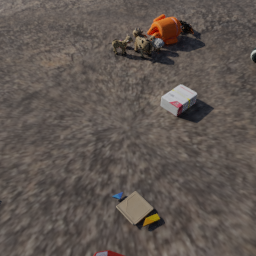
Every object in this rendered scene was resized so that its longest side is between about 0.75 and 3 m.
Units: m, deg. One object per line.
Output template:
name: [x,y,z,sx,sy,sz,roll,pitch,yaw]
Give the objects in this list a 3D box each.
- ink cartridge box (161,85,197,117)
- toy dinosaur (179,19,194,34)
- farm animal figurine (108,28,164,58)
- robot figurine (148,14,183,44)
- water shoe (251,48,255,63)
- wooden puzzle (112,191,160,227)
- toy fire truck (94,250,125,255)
ink cartridge box: [1.458,-0.801,8.007,0.870,0.363,0.632,-34,55,-28]
toy dinosaur: [2.295,-3.980,11.020,0.657,0.495,0.969,-5,23,-27]
farm animal figurine: [0.307,-3.064,9.876,1.491,0.786,1.508,36,56,29]
robot figurine: [1.408,-3.681,10.462,1.376,0.802,0.989,-24,47,-21]
water shoe: [5.044,-2.439,9.418,1.665,0.595,0.657,17,46,15]
wooden puzzle: [0.152,1.676,5.834,0.653,0.113,0.968,-24,51,-27]
toy fire truck: [-0.191,2.599,4.706,0.882,0.589,1.051,6,42,-28]
